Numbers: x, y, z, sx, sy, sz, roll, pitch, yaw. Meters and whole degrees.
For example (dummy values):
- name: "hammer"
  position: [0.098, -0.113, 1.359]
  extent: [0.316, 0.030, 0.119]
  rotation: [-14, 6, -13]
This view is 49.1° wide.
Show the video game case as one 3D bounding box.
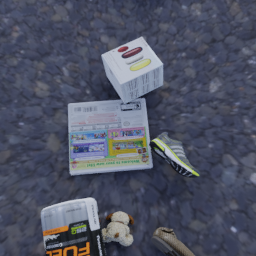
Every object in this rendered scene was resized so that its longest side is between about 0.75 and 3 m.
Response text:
- name: "video game case"
  position: [-0.527, 0.205, 7.815]
  extent: [2.228, 0.246, 2.028]
  rotation: [-4, 73, -3]

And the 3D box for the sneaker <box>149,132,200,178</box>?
- name: "sneaker"
  position: [1.327, 0.699, 7.375]
  extent: [1.552, 0.573, 0.628]
  rotation: [42, 68, 2]

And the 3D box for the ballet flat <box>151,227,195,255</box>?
- name: "ballet flat"
  position: [1.562, 3.201, 6.699]
  extent: [2.268, 0.764, 0.526]
  rotation: [38, 56, 12]

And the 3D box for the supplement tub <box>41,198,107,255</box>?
- name: "supplement tub"
  position: [-1.196, 2.834, 6.447]
  extent: [1.349, 1.349, 2.201]
  rotation: [-13, 73, -4]

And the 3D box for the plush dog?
- name: "plush dog"
  position: [-0.242, 2.444, 6.996]
  extent: [0.859, 0.689, 0.737]
  rotation: [9, 50, 3]

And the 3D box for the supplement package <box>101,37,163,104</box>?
- name: "supplement package"
  position: [0.141, -1.623, 7.884]
  extent: [1.285, 0.945, 1.229]
  rotation: [-27, 63, -9]
